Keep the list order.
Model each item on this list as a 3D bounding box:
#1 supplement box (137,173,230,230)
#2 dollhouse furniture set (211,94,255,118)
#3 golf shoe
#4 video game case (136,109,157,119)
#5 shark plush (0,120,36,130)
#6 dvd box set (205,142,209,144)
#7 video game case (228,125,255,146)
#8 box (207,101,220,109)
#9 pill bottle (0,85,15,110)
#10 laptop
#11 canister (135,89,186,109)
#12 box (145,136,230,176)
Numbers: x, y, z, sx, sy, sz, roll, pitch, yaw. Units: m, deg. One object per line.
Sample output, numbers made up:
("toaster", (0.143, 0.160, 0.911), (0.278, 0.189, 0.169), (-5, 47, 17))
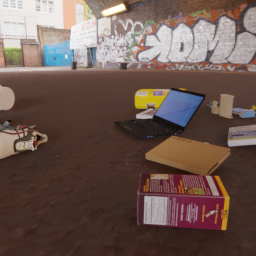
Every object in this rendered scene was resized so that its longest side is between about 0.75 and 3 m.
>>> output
("supplement box", (0.916, 1.262, 4.939), (1.477, 0.633, 0.815), (1, 15, 5))
("dollhouse furniture set", (4.977, -1.100, 13.092), (1.514, 0.988, 1.429), (-5, 16, -19))
("golf shoe", (-3.139, 0.377, 8.087), (0.888, 0.778, 2.016), (10, 17, 10))
("video game case", (1.483, -0.601, 12.750), (1.737, 0.200, 1.583), (8, 17, 27))
("shark plush", (-3.967, 0.066, 9.242), (1.721, 0.717, 0.782), (0, 18, -9))
("dvd box set", (2.182, 0.620, 8.334), (0.852, 0.125, 0.623), (-7, 17, -25))
("video game case", (4.285, 0.184, 9.094), (1.938, 0.214, 1.764), (-7, 12, 23))
("box", (4.789, -1.222, 14.909), (1.086, 0.277, 0.856), (3, 14, 9))
("pill bottle", (-6.961, -1.498, 13.626), (2.648, 1.475, 1.475), (5, 16, 19))
("laptop", (1.114, -0.663, 10.673), (2.713, 1.401, 2.404), (-6, 16, -21))
("canister", (1.719, -1.486, 14.488), (2.387, 1.033, 1.773), (4, 15, 19))
("box", (1.618, 0.704, 7.608), (1.819, 0.193, 1.487), (14, 27, 37))
